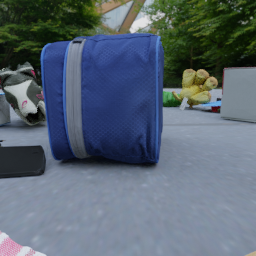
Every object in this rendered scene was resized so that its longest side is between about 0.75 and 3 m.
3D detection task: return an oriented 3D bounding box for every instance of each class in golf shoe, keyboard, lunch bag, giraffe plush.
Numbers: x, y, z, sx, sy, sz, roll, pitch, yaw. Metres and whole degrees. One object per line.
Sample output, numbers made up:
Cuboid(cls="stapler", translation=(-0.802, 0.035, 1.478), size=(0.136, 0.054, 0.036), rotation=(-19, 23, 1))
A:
Cuboid(cls="golf shoe", translation=(-2.723, -0.587, 7.776), size=(1.148, 1.310, 2.973), rotation=(-22, -10, -8))
Cuboid(cls="keyboard", translation=(-1.912, 0.492, 3.762), size=(1.590, 0.315, 0.827), rotation=(-1, 32, -11))
Cuboid(cls="lunch bag", translation=(-0.310, -0.558, 4.820), size=(1.803, 1.851, 2.725), rotation=(1, 10, 8))
Cuboid(cls="giraffe plush", translation=(2.898, -1.470, 12.104), size=(1.614, 1.870, 1.517), rotation=(41, 8, 19))

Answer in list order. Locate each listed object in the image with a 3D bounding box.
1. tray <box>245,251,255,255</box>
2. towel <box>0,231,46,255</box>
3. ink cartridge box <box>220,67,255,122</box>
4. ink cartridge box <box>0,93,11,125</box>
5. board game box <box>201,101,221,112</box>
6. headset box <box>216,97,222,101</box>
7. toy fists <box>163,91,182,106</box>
Cuboid(cls="tray", translation=(0.802, 0.815, 1.111), size=(1.420, 0.263, 0.700), rotation=(-4, 24, -29))
Cuboid(cls="towel", translation=(-0.780, 0.875, 1.151), size=(1.694, 0.253, 1.239), rotation=(6, 12, 32))
Cuboid(cls="ink cartridge box", translation=(4.171, -1.066, 8.739), size=(2.148, 1.561, 1.554), rotation=(-8, 12, -40))
Cuboid(cls="ink cartridge box", translation=(-4.591, -0.451, 7.181), size=(2.561, 0.869, 1.475), rotation=(2, 10, 11))
Cuboid(cls="board game box", translation=(3.855, -0.794, 10.903), size=(1.981, 0.386, 1.565), rotation=(1, 12, 42))
Cuboid(cls="headset box", translation=(4.738, -1.230, 13.230), size=(0.841, 0.424, 1.131), rotation=(7, 12, 38))
Cuboid(cls="toy fists", translation=(1.668, -1.464, 13.678), size=(1.133, 0.765, 2.224), rotation=(-6, 12, -28))
